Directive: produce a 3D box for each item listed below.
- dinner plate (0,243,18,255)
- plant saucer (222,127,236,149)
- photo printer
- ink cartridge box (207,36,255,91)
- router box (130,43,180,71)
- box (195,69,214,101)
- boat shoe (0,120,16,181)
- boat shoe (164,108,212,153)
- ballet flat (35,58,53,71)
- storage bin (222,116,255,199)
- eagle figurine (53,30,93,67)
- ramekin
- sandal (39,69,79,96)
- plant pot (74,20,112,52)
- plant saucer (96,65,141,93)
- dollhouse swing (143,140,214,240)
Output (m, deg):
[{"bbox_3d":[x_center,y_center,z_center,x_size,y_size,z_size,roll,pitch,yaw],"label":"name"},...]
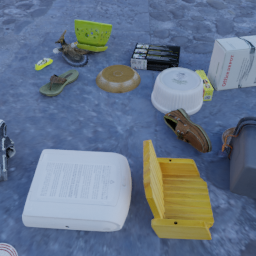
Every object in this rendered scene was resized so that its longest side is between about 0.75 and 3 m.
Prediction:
[{"bbox_3d":[-3.532,3.675,7.403,1.245,0.151,1.245,0,44,0],"label":"dinner plate"},{"bbox_3d":[4.386,0.607,10.453,1.779,0.285,1.779,1,41,-1],"label":"plant saucer"},{"bbox_3d":[-1.382,1.852,8.559,2.973,1.032,2.473,2,50,2],"label":"photo printer"},{"bbox_3d":[5.383,-3.044,12.996,2.913,2.135,1.210,-8,43,-9],"label":"ink cartridge box"},{"bbox_3d":[1.494,-3.756,14.820,2.448,0.625,1.826,8,44,8],"label":"router box"},{"bbox_3d":[3.481,-2.011,13.014,0.426,0.640,1.700,-5,45,-4],"label":"box"},{"bbox_3d":[-4.436,0.744,9.907,0.893,0.945,2.635,1,44,-14],"label":"boat shoe"},{"bbox_3d":[2.182,0.182,10.604,0.853,0.903,2.509,-15,35,-13],"label":"boat shoe"},{"bbox_3d":[-4.390,-3.413,14.630,0.405,0.406,1.211,23,48,22],"label":"ballet flat"},{"bbox_3d":[3.833,1.020,8.742,1.743,2.395,1.609,13,54,13],"label":"storage bin"},{"bbox_3d":[-2.924,-4.116,14.892,1.427,1.881,1.420,-52,26,-7],"label":"eagle figurine"},{"bbox_3d":[2.186,-1.662,12.227,2.278,1.196,2.278,0,44,0],"label":"ramekin"},{"bbox_3d":[-3.298,-2.277,13.232,0.957,0.688,2.411,21,48,21],"label":"sandal"},{"bbox_3d":[-1.920,-5.027,15.333,1.639,1.487,1.631,13,20,14],"label":"plant pot"},{"bbox_3d":[-0.483,-2.523,13.707,2.241,0.397,2.241,0,44,0],"label":"plant saucer"},{"bbox_3d":[1.484,1.620,8.167,2.149,2.079,2.365,2,43,2],"label":"dollhouse swing"}]
